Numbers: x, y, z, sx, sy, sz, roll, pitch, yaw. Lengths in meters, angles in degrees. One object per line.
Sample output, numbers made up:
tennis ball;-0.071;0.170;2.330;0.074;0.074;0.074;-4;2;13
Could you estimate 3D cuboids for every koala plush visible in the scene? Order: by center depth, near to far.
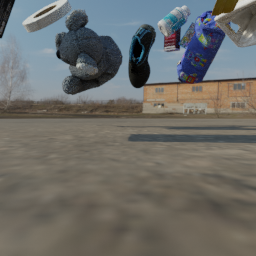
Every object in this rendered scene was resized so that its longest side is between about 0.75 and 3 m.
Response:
koala plush;-1.434;-2.584;9.462;2.441;2.355;2.656;-10;-5;1

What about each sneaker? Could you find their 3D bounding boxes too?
sneaker;0.350;-2.732;11.390;1.024;2.796;1.145;21;45;17

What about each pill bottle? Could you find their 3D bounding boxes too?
pill bottle;1.756;-4.022;10.471;1.205;0.668;0.668;-40;6;-3

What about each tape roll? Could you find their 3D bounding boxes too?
tape roll;-2.609;-3.637;9.053;1.676;0.306;1.676;-18;37;14

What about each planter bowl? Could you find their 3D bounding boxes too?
planter bowl;2.236;-2.850;6.172;0.392;0.941;0.941;28;8;11

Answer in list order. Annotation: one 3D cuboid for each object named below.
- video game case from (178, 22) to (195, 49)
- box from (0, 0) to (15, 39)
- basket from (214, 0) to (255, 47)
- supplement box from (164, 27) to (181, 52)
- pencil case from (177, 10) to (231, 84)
video game case;2.987;-3.566;11.668;1.447;1.035;0.129;33;20;2
box;-2.730;-3.089;5.370;0.486;2.233;1.789;21;3;5
basket;3.777;-3.336;7.877;1.388;1.264;2.048;38;-13;-21
supplement box;1.916;-3.938;12.105;0.652;1.198;0.365;7;7;44
pencil case;2.748;-2.971;10.673;1.261;1.133;2.904;26;-35;7
